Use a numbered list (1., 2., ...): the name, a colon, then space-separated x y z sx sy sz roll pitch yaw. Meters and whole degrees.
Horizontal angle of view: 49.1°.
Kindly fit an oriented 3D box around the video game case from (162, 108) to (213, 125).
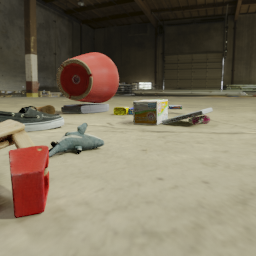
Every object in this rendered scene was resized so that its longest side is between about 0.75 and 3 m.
1. video game case: 2.178 -0.437 10.159 1.480 0.179 1.624 -14 1 28

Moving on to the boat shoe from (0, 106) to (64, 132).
1. boat shoe: -3.069 -0.295 8.463 0.885 0.730 2.579 7 11 43

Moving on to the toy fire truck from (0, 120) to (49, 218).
1. toy fire truck: -1.808 0.169 3.336 1.552 0.536 2.201 -4 29 -20

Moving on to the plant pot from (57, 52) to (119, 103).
1. plant pot: -2.179 -2.559 14.628 2.850 2.850 2.522 3 12 18

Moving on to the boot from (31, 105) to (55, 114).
1. boot: -4.237 -0.819 13.296 1.044 0.497 1.350 0 4 31

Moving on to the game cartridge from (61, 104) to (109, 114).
1. game cartridge: -2.201 -1.074 15.263 1.635 0.510 2.455 9 11 30

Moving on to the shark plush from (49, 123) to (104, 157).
1. shark plush: -1.044 0.290 5.485 0.543 0.592 1.304 38 20 24

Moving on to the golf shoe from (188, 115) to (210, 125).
1. golf shoe: 2.562 -0.300 10.096 0.872 0.328 0.399 -3 5 -29

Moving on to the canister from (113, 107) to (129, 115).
1. canister: -0.299 -0.859 13.899 0.666 0.388 0.897 2 7 12

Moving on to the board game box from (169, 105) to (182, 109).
1. board game box: 3.050 -1.345 18.052 0.785 0.200 1.160 1 8 6

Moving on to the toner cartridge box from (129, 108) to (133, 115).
1. toner cartridge box: 0.487 -0.882 14.315 0.667 0.303 1.404 1 7 12

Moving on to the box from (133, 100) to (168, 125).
1. box: 0.873 -0.617 10.417 0.923 0.831 1.640 2 8 21
